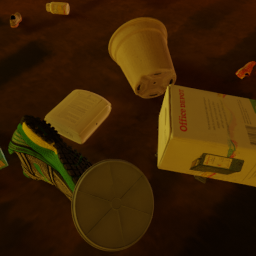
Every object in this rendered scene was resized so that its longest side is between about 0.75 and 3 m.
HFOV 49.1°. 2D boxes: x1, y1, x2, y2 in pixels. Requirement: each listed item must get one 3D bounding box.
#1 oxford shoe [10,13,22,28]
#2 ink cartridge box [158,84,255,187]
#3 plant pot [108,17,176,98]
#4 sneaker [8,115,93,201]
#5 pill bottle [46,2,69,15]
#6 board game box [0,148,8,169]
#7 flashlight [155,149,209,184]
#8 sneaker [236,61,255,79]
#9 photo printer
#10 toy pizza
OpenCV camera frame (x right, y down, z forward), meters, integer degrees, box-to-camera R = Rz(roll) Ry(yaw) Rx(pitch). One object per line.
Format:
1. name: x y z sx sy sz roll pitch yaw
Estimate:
1. oxford shoe: -5.090 -4.994 12.691 0.385 0.401 1.087 -4 50 -3
2. ink cartridge box: 2.335 0.146 7.349 2.959 1.295 2.150 11 43 -4
3. plant pot: 0.627 -2.182 9.389 2.146 2.146 1.964 -13 61 -11
4. sneaker: -1.893 1.018 7.274 2.976 1.268 1.161 42 16 18
5. pill bottle: -3.305 -5.639 13.164 1.000 0.521 0.521 7 50 6
6. board game box: -4.315 0.651 7.875 1.288 0.400 1.706 -26 54 -20
7. flashlight: 1.484 0.949 7.573 1.522 0.517 0.515 33 91 22
8. sneaker: 4.393 -2.125 10.343 1.043 0.381 0.402 -37 80 -22
9. photo printer: -1.471 -0.455 8.681 1.457 0.608 1.751 24 53 20
10. toy pizza: -0.325 1.741 6.473 2.032 0.322 2.032 6 75 -25
